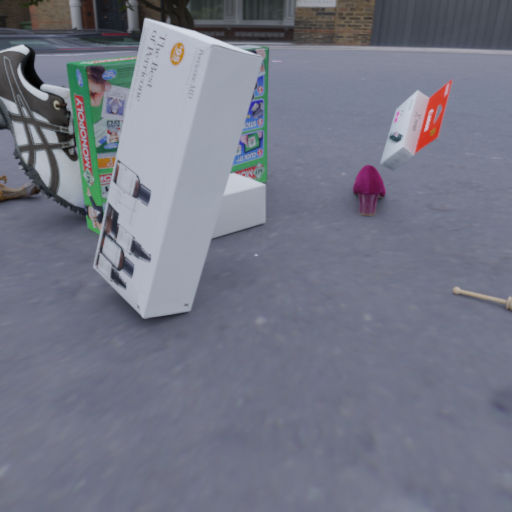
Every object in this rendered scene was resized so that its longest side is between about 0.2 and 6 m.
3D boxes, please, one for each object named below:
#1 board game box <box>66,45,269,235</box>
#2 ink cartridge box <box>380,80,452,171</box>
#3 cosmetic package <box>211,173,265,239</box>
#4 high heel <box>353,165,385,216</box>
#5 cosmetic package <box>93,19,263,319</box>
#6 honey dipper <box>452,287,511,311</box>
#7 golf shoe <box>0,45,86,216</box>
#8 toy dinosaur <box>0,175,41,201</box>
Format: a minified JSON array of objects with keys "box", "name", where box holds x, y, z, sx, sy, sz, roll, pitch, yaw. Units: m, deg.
[{"box":[-1.339,-2.284,10.372,0.605,2.799,4.159,22,33,37],"name":"board game box"},{"box":[2.345,-1.960,8.245,0.259,1.034,1.191,28,63,-12],"name":"ink cartridge box"},{"box":[-0.817,-0.827,9.637,1.817,0.771,0.978,-17,29,-33],"name":"cosmetic package"},{"box":[2.250,-1.548,10.955,0.674,0.962,2.000,3,25,6],"name":"high heel"},{"box":[-1.060,-0.984,6.736,0.820,3.237,1.336,-6,31,-46],"name":"cosmetic package"},{"box":[3.072,0.554,7.419,0.925,0.176,0.176,16,29,33],"name":"honey dipper"},{"box":[-3.520,-2.119,9.656,1.475,3.123,1.214,-35,19,5],"name":"golf shoe"},{"box":[-5.633,-1.300,10.960,2.655,0.802,1.410,9,5,2],"name":"toy dinosaur"}]
